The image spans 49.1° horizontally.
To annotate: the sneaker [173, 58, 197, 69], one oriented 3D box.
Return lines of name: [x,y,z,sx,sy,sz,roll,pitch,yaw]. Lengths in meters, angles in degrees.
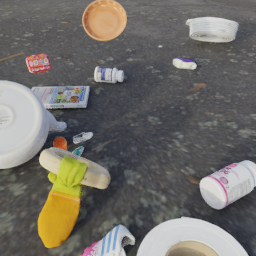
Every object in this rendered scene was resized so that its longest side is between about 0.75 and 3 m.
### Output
sneaker: [3.015,-3.415,14.790,1.277,0.444,0.635,18,34,16]

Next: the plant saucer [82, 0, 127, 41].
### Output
plant saucer: [-0.789,-3.667,9.607,1.513,1.513,0.283,1,-9,1]

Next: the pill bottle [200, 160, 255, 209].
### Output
pill bottle: [2.783,1.473,7.532,1.539,0.872,0.872,-19,40,-25]

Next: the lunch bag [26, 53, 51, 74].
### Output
lunch bag: [-3.615,-2.568,11.363,0.888,0.783,0.364,-21,12,-31]

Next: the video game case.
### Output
video game case: [-2.974,-1.323,11.890,2.529,0.228,1.811,-1,31,-2]

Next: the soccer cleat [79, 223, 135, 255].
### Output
soccer cleat: [-0.489,2.743,6.022,0.699,0.565,1.619,27,44,29]

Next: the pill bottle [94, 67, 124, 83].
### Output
pill bottle: [-0.876,-2.486,13.200,1.280,0.711,0.711,7,36,9]

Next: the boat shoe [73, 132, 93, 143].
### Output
boat shoe: [-1.552,0.287,9.721,0.761,0.249,0.280,-27,43,-32]

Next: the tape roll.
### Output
tape roll: [1.272,2.949,5.518,2.301,0.805,2.301,0,36,0]

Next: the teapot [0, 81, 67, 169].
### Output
teapot: [-3.794,0.081,8.601,2.815,2.056,2.779,29,66,0]

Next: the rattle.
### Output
rattle: [-1.794,1.531,7.855,1.948,2.137,2.991,3,6,-33]

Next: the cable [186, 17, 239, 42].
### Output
cable: [5.102,-5.853,16.793,2.799,0.969,2.800,6,8,-22]
